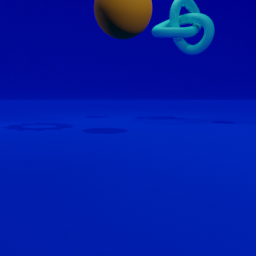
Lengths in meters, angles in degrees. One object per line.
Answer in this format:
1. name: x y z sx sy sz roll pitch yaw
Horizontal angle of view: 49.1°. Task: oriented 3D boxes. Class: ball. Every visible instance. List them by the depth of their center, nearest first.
1. ball: -0.098 -2.375 5.598 1.158 1.158 1.158 0 6 0

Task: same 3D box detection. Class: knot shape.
1. knot shape: 2.033 -3.407 9.614 2.079 1.946 0.961 -41 -17 -12
